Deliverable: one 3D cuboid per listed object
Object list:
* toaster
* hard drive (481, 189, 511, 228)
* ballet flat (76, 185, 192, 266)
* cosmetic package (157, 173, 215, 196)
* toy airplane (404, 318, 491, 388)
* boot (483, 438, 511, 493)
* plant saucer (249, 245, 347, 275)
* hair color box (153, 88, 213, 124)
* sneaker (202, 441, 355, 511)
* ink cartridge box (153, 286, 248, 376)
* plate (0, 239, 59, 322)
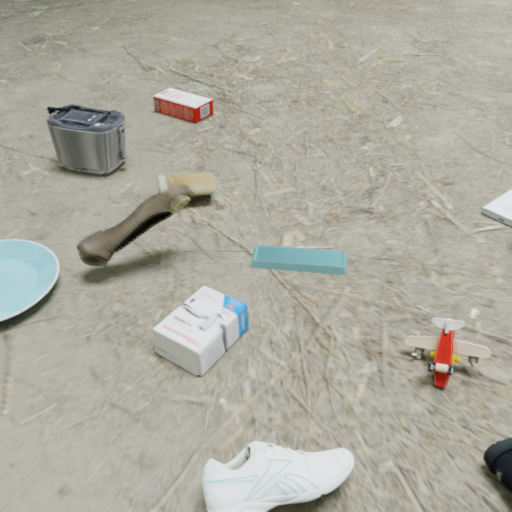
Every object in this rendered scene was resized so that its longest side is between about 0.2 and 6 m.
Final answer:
[{"bbox_3d":[-4.226,-2.889,13.938,2.134,1.379,1.213,10,37,12],"label":"toaster"},{"bbox_3d":[5.868,-1.081,12.532,1.449,0.184,0.956,-28,45,-32],"label":"hard drive"},{"bbox_3d":[-2.186,-0.525,10.392,2.412,0.813,0.559,-31,73,-4],"label":"ballet flat"},{"bbox_3d":[-1.596,-1.594,12.707,1.247,0.443,0.656,-6,1,-14],"label":"cosmetic package"},{"bbox_3d":[2.969,1.448,8.756,0.984,0.697,0.988,-37,56,5],"label":"toy airplane"},{"bbox_3d":[3.983,2.836,6.868,1.831,0.699,1.539,-14,35,-7],"label":"boot"},{"bbox_3d":[0.845,0.051,11.053,1.889,0.179,0.660,4,37,6],"label":"plant saucer"},{"bbox_3d":[-2.198,-4.535,16.856,1.669,0.511,0.847,23,43,26],"label":"hair color box"},{"bbox_3d":[0.291,2.653,6.912,1.991,0.700,0.798,-12,79,-18],"label":"sneaker"},{"bbox_3d":[-0.889,1.198,9.186,0.968,0.559,1.326,21,41,26],"label":"ink cartridge box"},{"bbox_3d":[-4.897,0.527,10.293,2.512,0.321,2.512,1,37,0],"label":"plate"}]
